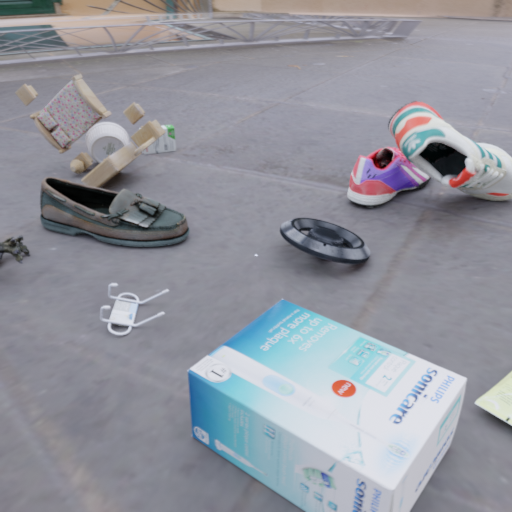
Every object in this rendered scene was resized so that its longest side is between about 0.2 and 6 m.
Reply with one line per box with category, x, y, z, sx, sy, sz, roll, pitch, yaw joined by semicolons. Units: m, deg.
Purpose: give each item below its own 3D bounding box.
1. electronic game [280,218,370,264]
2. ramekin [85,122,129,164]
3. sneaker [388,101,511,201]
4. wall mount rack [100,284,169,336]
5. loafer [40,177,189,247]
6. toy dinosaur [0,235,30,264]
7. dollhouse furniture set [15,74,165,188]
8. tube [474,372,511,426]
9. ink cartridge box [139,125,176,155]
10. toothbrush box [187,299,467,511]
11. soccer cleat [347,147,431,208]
electronic game;1.235;-0.271;10.048;1.678;0.349;1.678;15;21;-6
ramekin;-3.725;-2.767;14.084;1.092;1.092;0.509;-7;41;-12
sneaker;4.191;-1.729;11.371;3.439;1.211;1.608;26;39;-21
wall mount rack;-1.827;0.764;8.443;0.918;0.394;1.056;10;30;-8
loafer;-2.802;-0.874;10.737;3.095;0.973;1.112;7;30;13
toy dinosaur;-4.661;0.028;9.464;1.421;0.765;3.224;-15;29;-13
dollhouse furniture set;-3.997;-3.105;12.678;2.474;2.901;1.417;-31;16;26
tube;3.632;1.510;7.057;2.107;0.547;0.611;-29;1;-36
ink cartridge box;-2.659;-3.130;15.077;0.906;0.664;0.376;-10;30;-19
toothbrush box;0.735;1.680;6.140;2.447;1.043;1.791;23;37;32
soccer cleat;3.156;-2.003;12.610;1.015;1.090;2.977;28;39;36
